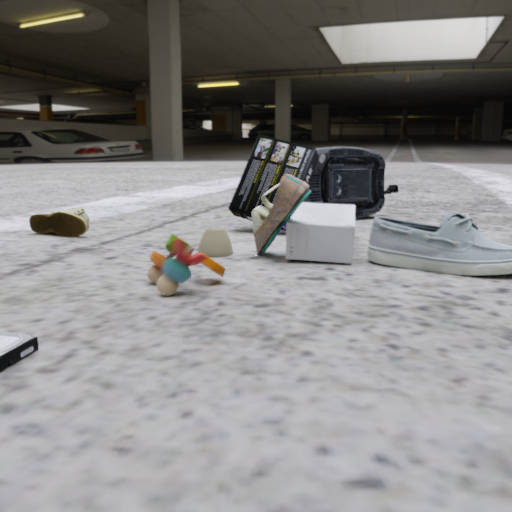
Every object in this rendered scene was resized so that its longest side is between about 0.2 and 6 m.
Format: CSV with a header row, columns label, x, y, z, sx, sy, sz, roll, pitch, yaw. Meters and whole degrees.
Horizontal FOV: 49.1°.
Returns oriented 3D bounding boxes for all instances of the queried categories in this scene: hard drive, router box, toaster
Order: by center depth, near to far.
label,x,y,z,sx,sy,sz,roll,pitch,yaw
hard drive,-3.015,1.004,5.968,1.087,0.206,0.759,2,12,14
router box,0.432,-1.800,13.735,1.567,2.101,0.536,18,-11,20
toaster,2.056,-2.090,16.034,3.520,2.000,2.273,-8,12,-31

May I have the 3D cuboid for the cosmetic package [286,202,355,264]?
label,x,y,z,sx,sy,sz,roll,pitch,yaw
cosmetic package,1.420,-0.542,11.670,1.279,0.785,3.099,2,12,10

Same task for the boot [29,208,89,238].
label,x,y,z,sx,sy,sz,roll,pitch,yaw
boot,-4.449,-0.844,13.593,1.645,0.593,1.273,4,12,24

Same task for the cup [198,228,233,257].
label,x,y,z,sx,sy,sz,roll,pitch,yaw
cup,-0.810,-0.290,11.161,0.707,0.506,0.707,1,10,0

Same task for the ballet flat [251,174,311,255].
label,x,y,z,sx,sy,sz,roll,pitch,yaw
ballet flat,0.321,-0.824,10.602,0.682,2.028,0.690,38,44,1

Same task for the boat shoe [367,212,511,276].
label,x,y,z,sx,sy,sz,roll,pitch,yaw
boat shoe,3.364,-0.267,9.870,2.838,1.011,0.990,6,14,25

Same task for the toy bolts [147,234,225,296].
label,x,y,z,sx,sy,sz,roll,pitch,yaw
toy bolts,-1.130,0.267,8.673,1.148,0.833,1.202,34,-2,-8
